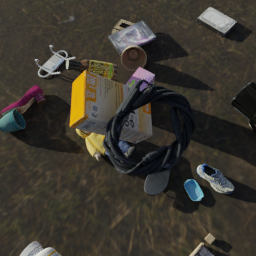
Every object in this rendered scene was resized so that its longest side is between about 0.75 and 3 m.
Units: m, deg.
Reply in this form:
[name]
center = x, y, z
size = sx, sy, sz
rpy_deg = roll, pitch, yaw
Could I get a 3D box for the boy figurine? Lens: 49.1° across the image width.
[boy figurine]
center = -0.912, 0.405, 10.735
size = 2.594, 0.836, 1.613
rpy_deg = 36, 71, 15

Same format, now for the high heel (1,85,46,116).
[high heel]
center = -4.428, -1.133, 11.651
size = 1.875, 0.632, 0.901
rpy_deg = -24, 69, -26

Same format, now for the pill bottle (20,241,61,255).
[pill bottle]
center = -2.276, 4.430, 8.448
size = 2.147, 1.119, 1.119
rpy_deg = 33, 67, 17

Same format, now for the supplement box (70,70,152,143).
[supplement box]
center = -0.469, -0.581, 8.728
size = 2.472, 0.909, 1.558
rpy_deg = 15, 61, -34

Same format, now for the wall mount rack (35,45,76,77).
[wall mount rack]
center = -3.231, -2.947, 12.573
size = 1.533, 0.658, 1.764
rpy_deg = 31, 67, 15

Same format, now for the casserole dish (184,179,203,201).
[casserole dish]
center = 2.361, 2.259, 10.124
size = 0.501, 0.160, 0.827
rpy_deg = -22, 64, -11

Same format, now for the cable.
[cable]
center = 0.592, 0.140, 7.779
size = 2.237, 0.697, 2.742
rpy_deg = 32, 78, -5

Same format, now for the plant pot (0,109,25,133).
[plant pot]
center = -4.649, -0.204, 11.103
size = 0.777, 0.827, 0.827
rpy_deg = -24, 64, 5

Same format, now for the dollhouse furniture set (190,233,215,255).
[dollhouse furniture set]
center = 2.608, 4.501, 8.498
size = 1.960, 0.957, 1.672
rpy_deg = -41, 70, -19

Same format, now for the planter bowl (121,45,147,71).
[planter bowl]
center = 0.246, -3.225, 12.565
size = 1.125, 1.125, 0.757
rpy_deg = -2, 36, -1

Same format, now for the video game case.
[video game case]
center = 0.193, -4.311, 13.334
size = 1.927, 0.183, 1.377
rpy_deg = -26, 61, -7

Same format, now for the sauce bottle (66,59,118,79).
[sauce bottle]
center = -1.294, -2.156, 10.176
size = 1.857, 0.601, 0.601
rpy_deg = 2, 60, -26

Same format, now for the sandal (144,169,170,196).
[sandal]
center = 1.197, 1.676, 10.343
size = 0.763, 0.429, 2.006
rpy_deg = 28, 56, 6

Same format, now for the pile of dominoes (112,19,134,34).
[pile of dominoes]
center = -0.057, -4.767, 13.851
size = 1.396, 0.222, 1.088
rpy_deg = 28, 69, 22

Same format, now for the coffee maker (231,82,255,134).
[coffee maker]
center = 5.140, -0.774, 10.713
size = 1.373, 1.958, 2.038
rpy_deg = -41, 67, -2

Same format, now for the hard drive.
[hard drive]
center = 4.426, -5.325, 14.022
size = 1.630, 0.308, 1.139
rpy_deg = 40, 69, 18

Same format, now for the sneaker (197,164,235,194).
[sneaker]
center = 3.173, 1.817, 10.088
size = 1.484, 0.632, 0.572
rpy_deg = 33, 67, 15

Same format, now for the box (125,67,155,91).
[box]
center = 0.381, -1.373, 11.250
size = 0.741, 1.532, 1.348
rpy_deg = 31, 67, 15
